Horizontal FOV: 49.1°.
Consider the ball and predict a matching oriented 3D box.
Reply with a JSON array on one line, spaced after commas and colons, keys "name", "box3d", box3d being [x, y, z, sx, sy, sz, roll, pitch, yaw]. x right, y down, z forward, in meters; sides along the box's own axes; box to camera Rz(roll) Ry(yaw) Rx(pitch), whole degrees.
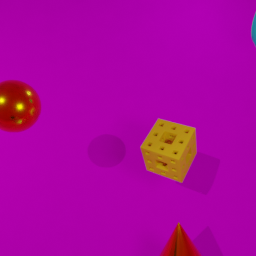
[{"name": "ball", "box3d": [-2.043, -0.387, 5.019, 0.946, 0.946, 0.946, 0, 71, 0]}]

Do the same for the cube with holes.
[{"name": "cube with holes", "box3d": [0.838, 0.441, 5.588, 0.791, 0.791, 0.791, 16, 55, 28]}]

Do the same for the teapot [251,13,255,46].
[{"name": "teapot", "box3d": [3.077, -2.021, 5.568, 0.896, 1.831, 1.138, 26, 84, 39]}]

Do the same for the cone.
[{"name": "cone", "box3d": [0.953, 2.149, 5.132, 0.983, 0.983, 0.987, -7, 107, -2]}]
